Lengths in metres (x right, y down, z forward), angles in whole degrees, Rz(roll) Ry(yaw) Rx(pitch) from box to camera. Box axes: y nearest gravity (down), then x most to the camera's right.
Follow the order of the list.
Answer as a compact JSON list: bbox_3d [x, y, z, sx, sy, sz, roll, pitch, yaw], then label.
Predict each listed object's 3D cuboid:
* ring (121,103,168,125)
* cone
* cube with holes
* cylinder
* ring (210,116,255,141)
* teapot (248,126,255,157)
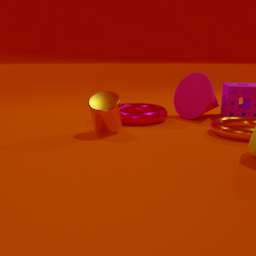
[{"bbox_3d":[0.252,-0.449,8.509,1.900,0.380,1.900,0,14,0],"label":"ring"},{"bbox_3d":[2.490,-0.860,8.948,1.451,1.445,1.445,12,4,-38],"label":"cone"},{"bbox_3d":[3.538,-0.848,8.772,1.012,1.012,1.012,2,15,8],"label":"cube with holes"},{"bbox_3d":[-0.533,-0.384,6.842,0.751,0.751,0.751,-3,45,3],"label":"cylinder"},{"bbox_3d":[2.842,-0.008,6.903,1.563,0.313,1.563,0,14,0],"label":"ring"},{"bbox_3d":[2.622,0.207,5.089,0.669,0.850,1.367,22,21,20],"label":"teapot"}]
